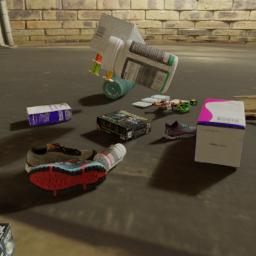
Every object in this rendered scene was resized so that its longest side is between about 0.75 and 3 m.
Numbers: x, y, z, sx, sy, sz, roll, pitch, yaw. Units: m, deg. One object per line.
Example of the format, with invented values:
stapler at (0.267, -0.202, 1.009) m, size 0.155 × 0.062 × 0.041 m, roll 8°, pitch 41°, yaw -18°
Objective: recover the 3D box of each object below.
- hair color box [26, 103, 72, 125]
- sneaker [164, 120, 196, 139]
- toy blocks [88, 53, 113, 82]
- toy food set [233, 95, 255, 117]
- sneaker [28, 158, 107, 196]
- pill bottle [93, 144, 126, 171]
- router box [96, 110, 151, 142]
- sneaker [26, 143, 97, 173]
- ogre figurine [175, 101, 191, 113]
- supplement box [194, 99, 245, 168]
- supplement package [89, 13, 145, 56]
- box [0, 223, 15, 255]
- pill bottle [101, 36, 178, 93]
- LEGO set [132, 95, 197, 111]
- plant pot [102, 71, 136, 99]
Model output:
hair color box at (-3.554, -0.644, 12.640) m, size 1.835 × 0.595 × 1.003 m, roll -11°, pitch 24°, yaw -21°
sneaker at (2.123, 0.005, 10.924) m, size 1.515 × 0.663 × 0.564 m, roll -10°, pitch 24°, yaw -21°
toy blocks at (-1.069, -3.386, 14.183) m, size 1.447 × 1.736 × 0.630 m, roll 20°, pitch 13°, yaw -22°
toy food set at (5.904, -0.917, 13.615) m, size 1.756 × 0.510 × 2.543 m, roll 1°, pitch 26°, yaw 22°
sneaker at (-1.695, 1.291, 7.827) m, size 2.092 × 0.830 × 0.999 m, roll 1°, pitch 12°, yaw -19°
pill bottle at (-0.533, 0.901, 8.787) m, size 0.613 × 0.613 × 1.107 m, roll 13°, pitch 25°, yaw 29°
router box at (-0.192, -0.141, 11.393) m, size 1.383 × 0.573 × 1.846 m, roll -20°, pitch 30°, yaw -40°
sneaker at (-2.011, 0.869, 8.555) m, size 2.174 × 0.862 × 0.803 m, roll -5°, pitch 21°, yaw -15°
ogre figurine at (2.757, -1.069, 13.887) m, size 0.551 × 0.451 × 0.919 m, roll -18°, pitch 14°, yaw -11°
supplement box at (3.244, 0.032, 9.813) m, size 1.429 × 1.459 × 2.824 m, roll 7°, pitch 24°, yaw 19°
supplement package at (-0.355, -3.505, 11.821) m, size 1.403 × 1.457 × 2.561 m, roll 25°, pitch 5°, yaw 11°
box at (-2.904, 2.451, 4.849) m, size 1.306 × 0.687 × 1.595 m, roll -1°, pitch 22°, yaw -2°
pill bottle at (0.371, -2.169, 9.472) m, size 2.363 × 1.336 × 1.336 m, roll 20°, pitch 23°, yaw -1°
LEGO set at (1.970, -1.481, 14.474) m, size 2.965 × 0.728 × 2.215 m, roll 15°, pitch 26°, yaw 42°
plant pot at (-0.594, -2.580, 16.150) m, size 1.762 × 1.762 × 1.655 m, roll 8°, pitch 38°, yaw 20°
